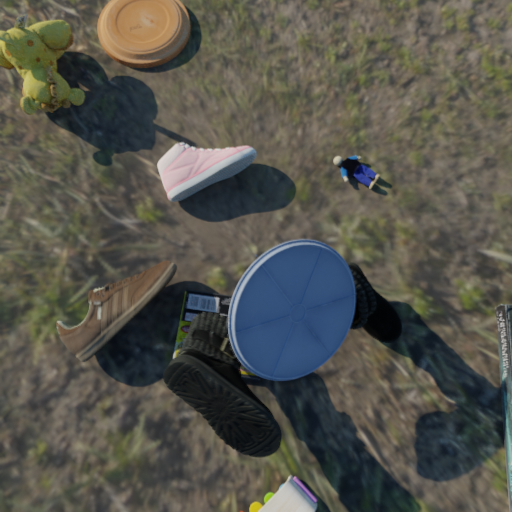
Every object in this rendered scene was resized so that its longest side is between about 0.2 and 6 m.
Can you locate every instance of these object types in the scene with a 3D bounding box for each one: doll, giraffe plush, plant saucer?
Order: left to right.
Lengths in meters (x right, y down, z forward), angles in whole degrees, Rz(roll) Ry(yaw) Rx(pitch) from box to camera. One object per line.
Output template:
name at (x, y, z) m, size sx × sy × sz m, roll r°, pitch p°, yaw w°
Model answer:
giraffe plush at (-4.283, -3.649, 11.159) m, size 1.756 × 2.035 × 1.650 m, roll -22°, pitch 102°, yaw -9°
plant saucer at (-2.444, -5.007, 12.147) m, size 2.006 × 0.324 × 2.006 m, roll 0°, pitch 72°, yaw 1°
doll at (1.946, -1.690, 11.103) m, size 0.937 × 0.227 × 0.639 m, roll 34°, pitch 74°, yaw 10°

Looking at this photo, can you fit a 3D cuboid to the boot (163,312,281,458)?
boot at (-0.342, 1.955, 8.920) m, size 2.197 × 1.642 × 0.827 m, roll 45°, pitch 113°, yaw -6°

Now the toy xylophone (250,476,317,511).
toy xylophone at (0.302, 4.498, 8.952) m, size 1.775 × 0.446 × 1.299 m, roll -34°, pitch 75°, yaw -10°

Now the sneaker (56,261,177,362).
sneaker at (-2.452, 0.770, 9.859) m, size 0.887 × 0.827 × 2.347 m, roll 46°, pitch 77°, yaw -3°

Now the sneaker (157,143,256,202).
sneaker at (-1.020, -1.900, 10.899) m, size 1.928 × 0.726 × 1.008 m, roll -27°, pitch 79°, yaw -4°

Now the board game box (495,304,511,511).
board game box at (5.497, 2.712, 9.500) m, size 2.523 × 0.525 × 3.730 m, roll 4°, pitch 72°, yaw 1°

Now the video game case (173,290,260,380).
video game case at (-0.621, 1.413, 10.099) m, size 1.580 × 0.201 × 1.428 m, roll 8°, pitch 72°, yaw 2°

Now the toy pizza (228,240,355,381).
toy pizza at (0.538, 0.804, 8.342) m, size 2.185 × 0.346 × 2.185 m, roll -8°, pitch 107°, yaw -26°

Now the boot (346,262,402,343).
boot at (1.858, 0.960, 9.447) m, size 0.653 × 1.298 × 1.735 m, roll -39°, pitch 96°, yaw 16°
